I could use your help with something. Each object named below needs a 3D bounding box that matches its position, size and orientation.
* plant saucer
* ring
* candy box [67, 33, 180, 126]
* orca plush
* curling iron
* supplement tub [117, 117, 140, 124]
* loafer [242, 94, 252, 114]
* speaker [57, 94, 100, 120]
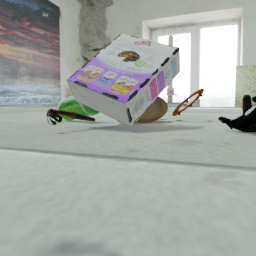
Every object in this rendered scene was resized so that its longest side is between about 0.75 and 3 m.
[{"bbox_3d":[0.507,-0.710,9.908,1.803,0.266,1.803,1,37,-1],"label":"plant saucer"},{"bbox_3d":[2.310,-0.934,10.608,1.540,0.148,1.540,-34,-15,-10],"label":"ring"},{"bbox_3d":[-0.046,-1.437,7.609,2.027,0.864,2.416,25,59,31],"label":"candy box"},{"bbox_3d":[2.733,-0.198,6.155,0.609,0.902,1.714,-34,21,-35],"label":"orca plush"},{"bbox_3d":[-1.359,-0.241,6.792,0.191,0.371,1.498,-1,-2,36],"label":"curling iron"},{"bbox_3d":[-0.061,-0.885,8.710,0.974,1.343,0.974,-3,42,3],"label":"supplement tub"},{"bbox_3d":[3.400,-0.628,7.974,0.275,0.754,0.268,-3,27,13],"label":"loafer"},{"bbox_3d":[-1.748,-0.790,10.053,0.933,0.933,2.109,-4,-2,-40],"label":"speaker"}]
